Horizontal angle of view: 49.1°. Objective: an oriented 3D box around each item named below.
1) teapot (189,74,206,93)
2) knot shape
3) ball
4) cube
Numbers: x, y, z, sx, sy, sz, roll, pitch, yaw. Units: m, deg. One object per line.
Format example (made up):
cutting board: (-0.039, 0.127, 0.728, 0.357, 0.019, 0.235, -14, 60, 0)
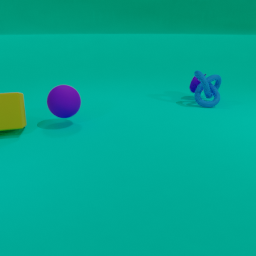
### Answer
teapot: (2.975, -1.831, 11.678, 0.638, 1.304, 0.811, 27, 57, 23)
knot shape: (3.073, -1.456, 10.815, 1.510, 1.413, 0.698, 20, -22, -34)
ball: (-1.963, -0.810, 8.608, 1.031, 1.031, 1.031, 0, 21, 0)
cube: (-3.548, -0.476, 8.046, 1.008, 1.008, 1.008, -5, 7, -13)
